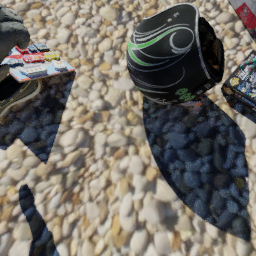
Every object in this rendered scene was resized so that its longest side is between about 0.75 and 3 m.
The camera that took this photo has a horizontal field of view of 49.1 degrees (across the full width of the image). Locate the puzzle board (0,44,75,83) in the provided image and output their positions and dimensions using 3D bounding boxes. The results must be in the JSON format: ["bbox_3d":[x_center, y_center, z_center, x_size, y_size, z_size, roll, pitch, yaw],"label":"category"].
[{"bbox_3d":[-3.149,-2.267,9.310,1.772,0.205,2.351,39,37,18],"label":"puzzle board"}]

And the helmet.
[{"bbox_3d":[1.274,-2.116,8.524,2.716,2.849,2.849,-9,57,36],"label":"helmet"}]

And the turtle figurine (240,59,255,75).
[{"bbox_3d":[2.524,-1.215,5.206,0.562,0.750,0.378,38,65,-22],"label":"turtle figurine"}]

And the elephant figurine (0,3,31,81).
[{"bbox_3d":[-3.347,-1.457,6.286,1.959,2.525,1.787,-8,52,-52],"label":"elephant figurine"}]

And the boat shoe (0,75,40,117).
[{"bbox_3d":[-4.192,-0.972,8.982,2.801,0.837,1.001,-36,69,-17],"label":"boat shoe"}]

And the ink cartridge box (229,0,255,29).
[{"bbox_3d":[4.906,-5.515,10.045,1.280,2.990,2.207,-12,64,-8],"label":"ink cartridge box"}]

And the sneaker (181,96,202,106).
[{"bbox_3d":[2.045,-0.979,9.326,0.809,0.314,0.453,9,56,-1],"label":"sneaker"}]

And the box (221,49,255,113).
[{"bbox_3d":[4.478,-1.492,9.453,1.916,0.480,1.930,37,69,18],"label":"box"}]

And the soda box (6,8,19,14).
[{"bbox_3d":[-4.755,-3.550,10.405,0.661,0.615,1.937,19,65,9],"label":"soda box"}]
